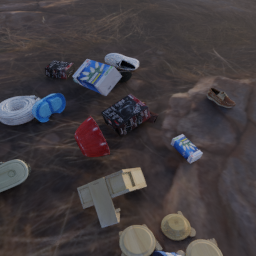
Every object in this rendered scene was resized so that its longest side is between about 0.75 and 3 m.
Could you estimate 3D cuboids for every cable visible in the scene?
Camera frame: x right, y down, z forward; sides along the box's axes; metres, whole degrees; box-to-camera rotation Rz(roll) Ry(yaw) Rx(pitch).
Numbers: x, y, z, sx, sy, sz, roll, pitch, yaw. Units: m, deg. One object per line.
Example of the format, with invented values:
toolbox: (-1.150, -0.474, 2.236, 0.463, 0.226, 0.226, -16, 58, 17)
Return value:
cable: (-4.791, -0.781, 12.150, 1.685, 0.583, 1.685, 5, 39, 8)

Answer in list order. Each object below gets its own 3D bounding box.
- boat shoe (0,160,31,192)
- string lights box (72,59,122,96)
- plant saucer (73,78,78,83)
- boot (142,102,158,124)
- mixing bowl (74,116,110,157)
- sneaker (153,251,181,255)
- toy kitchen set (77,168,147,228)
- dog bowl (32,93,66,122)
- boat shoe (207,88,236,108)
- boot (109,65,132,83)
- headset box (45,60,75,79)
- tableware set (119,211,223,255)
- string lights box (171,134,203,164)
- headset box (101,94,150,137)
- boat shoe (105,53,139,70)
boat shoe: (-4.594, 1.733, 8.924, 2.952, 1.060, 0.998, -16, 5, -9)
string lights box: (-1.524, -2.462, 13.425, 2.389, 0.704, 1.228, 28, 77, 45)
plant saucer: (-2.306, -2.755, 14.907, 1.242, 0.239, 1.242, -1, 38, 0)
boot: (0.875, -0.642, 12.103, 0.942, 0.410, 1.133, 12, 50, 20)
mixing bowl: (-1.341, 0.435, 9.749, 0.819, 1.512, 1.512, -27, 45, -15)
sneaker: (1.075, 3.355, 7.129, 0.941, 0.348, 0.387, 2, -2, 37)
toy kitchen set: (-0.359, 2.147, 8.617, 1.630, 1.471, 1.330, -24, 76, 20)
dog bowl: (-3.444, -0.919, 12.129, 0.405, 0.911, 1.634, 14, 40, 34)
boat shoe: (4.307, -1.414, 12.978, 0.565, 0.536, 1.493, -29, 47, -31)
boot: (-0.872, -2.979, 14.867, 1.844, 0.638, 1.605, -13, 40, -14)
headset box: (-3.612, -3.158, 15.163, 1.383, 0.534, 1.029, 11, 40, 12)
tableware set: (1.103, 3.241, 7.367, 2.536, 0.294, 2.119, -16, 41, -20)
string lights box: (2.138, 0.752, 10.259, 0.548, 0.315, 1.067, -22, 54, -32)
headset box: (-0.022, -0.596, 11.565, 1.715, 0.662, 1.276, -34, 48, -18)
boat shoe: (-0.407, -3.675, 15.647, 2.033, 0.748, 0.664, 10, 36, 15)
